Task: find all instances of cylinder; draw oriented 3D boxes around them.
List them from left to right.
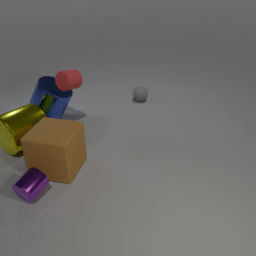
[{"bbox_3d":[-3.682,0.015,9.676,1.400,1.400,1.400,22,37,32],"label":"cylinder"},{"bbox_3d":[-2.646,1.546,7.646,0.700,0.700,0.700,15,46,24],"label":"cylinder"},{"bbox_3d":[-3.096,-1.104,11.136,1.400,1.400,1.400,24,31,-16],"label":"cylinder"},{"bbox_3d":[-2.131,-1.734,10.104,0.700,0.700,0.700,20,25,30],"label":"cylinder"}]

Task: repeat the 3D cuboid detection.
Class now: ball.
[{"bbox_3d":[0.584,-1.613,13.089,0.700,0.700,0.700,0,30,0],"label":"ball"}]

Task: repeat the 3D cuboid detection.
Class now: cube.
[{"bbox_3d":[-2.199,0.653,8.603,1.400,1.400,1.400,7,31,11],"label":"cube"}]
